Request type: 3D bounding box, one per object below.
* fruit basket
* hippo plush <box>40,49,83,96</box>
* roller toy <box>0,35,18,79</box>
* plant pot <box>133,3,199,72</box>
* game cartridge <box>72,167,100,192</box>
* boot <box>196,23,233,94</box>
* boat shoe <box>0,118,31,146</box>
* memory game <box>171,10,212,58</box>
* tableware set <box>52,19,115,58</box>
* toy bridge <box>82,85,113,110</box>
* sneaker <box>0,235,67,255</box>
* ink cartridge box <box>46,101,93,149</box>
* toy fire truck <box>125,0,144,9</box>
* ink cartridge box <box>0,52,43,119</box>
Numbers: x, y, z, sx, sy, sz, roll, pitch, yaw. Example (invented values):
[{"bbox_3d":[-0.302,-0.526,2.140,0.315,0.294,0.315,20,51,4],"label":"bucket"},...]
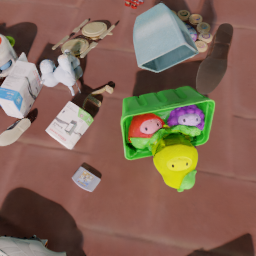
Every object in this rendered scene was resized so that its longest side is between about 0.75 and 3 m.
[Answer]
[{"bbox_3d":[1.322,0.333,8.890,3.179,2.293,3.179,-3,44,3],"label":"fruit basket"},{"bbox_3d":[-2.601,-2.083,10.811,1.363,1.351,1.696,-7,103,16],"label":"hippo plush"},{"bbox_3d":[-5.249,-2.742,10.960,1.753,1.225,1.599,-9,54,4],"label":"roller toy"},{"bbox_3d":[1.087,-2.955,9.061,1.622,1.627,1.657,-22,82,28],"label":"plant pot"},{"bbox_3d":[-1.387,1.688,9.136,0.833,0.173,0.555,30,61,15],"label":"game cartridge"},{"bbox_3d":[2.438,-1.792,7.858,0.645,2.007,1.870,23,99,11],"label":"boot"},{"bbox_3d":[-4.046,0.133,9.934,1.333,0.484,0.418,-42,26,-15],"label":"boat shoe"},{"bbox_3d":[2.235,-4.215,12.359,2.991,0.191,2.991,0,61,0],"label":"memory game"},{"bbox_3d":[-1.778,-3.686,11.919,1.656,0.502,2.505,22,57,25],"label":"tableware set"},{"bbox_3d":[-1.278,-1.029,10.577,0.586,0.237,1.744,32,67,17],"label":"toy bridge"},{"bbox_3d":[-2.949,3.431,7.804,2.663,0.984,1.056,24,54,6],"label":"sneaker"},{"bbox_3d":[-2.016,-0.092,9.738,0.975,0.563,1.340,33,77,17],"label":"ink cartridge box"},{"bbox_3d":[0.256,-6.015,13.256,0.841,0.471,0.706,27,41,13],"label":"toy fire truck"},{"bbox_3d":[-3.834,-1.567,10.301,0.727,1.243,2.143,13,62,7],"label":"ink cartridge box"}]
